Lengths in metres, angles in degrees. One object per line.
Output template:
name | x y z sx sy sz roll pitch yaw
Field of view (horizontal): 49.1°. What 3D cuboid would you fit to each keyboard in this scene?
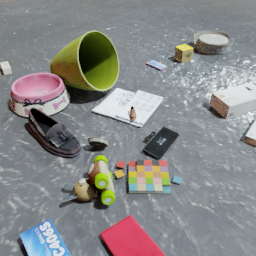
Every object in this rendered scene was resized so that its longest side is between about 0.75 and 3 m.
keyboard | 1.186 0.514 10.820 1.024 0.219 1.705 27 44 21

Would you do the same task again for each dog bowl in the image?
dog bowl | -4.071 -1.601 12.865 2.723 1.004 2.723 -1 38 0
dog bowl | 5.459 -5.487 18.036 2.545 0.746 2.545 0 38 0

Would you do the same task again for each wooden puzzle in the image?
wooden puzzle | 0.672 1.604 9.376 2.277 0.160 1.350 1 40 -1

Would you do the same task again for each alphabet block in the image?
alphabet block | 3.298 -4.406 16.601 0.791 0.806 0.787 -21 42 -24

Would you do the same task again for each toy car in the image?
toy car | -1.272 1.737 8.592 1.549 1.222 1.272 -17 26 0

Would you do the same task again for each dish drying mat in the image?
dish drying mat | 0.491 3.464 7.014 1.098 0.260 2.859 -24 43 -28

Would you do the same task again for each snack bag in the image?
snack bag | 0.011 -1.087 12.796 2.563 0.274 2.417 18 42 22

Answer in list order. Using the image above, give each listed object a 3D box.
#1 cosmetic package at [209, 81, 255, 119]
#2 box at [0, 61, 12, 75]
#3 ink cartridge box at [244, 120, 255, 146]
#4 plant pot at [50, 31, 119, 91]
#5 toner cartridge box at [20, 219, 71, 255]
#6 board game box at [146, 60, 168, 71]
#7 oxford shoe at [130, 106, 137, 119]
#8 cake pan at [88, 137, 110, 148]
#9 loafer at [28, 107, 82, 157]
cosmetic package | 5.331 -1.371 12.770 2.998 0.759 1.237 -16 40 -20
box | -6.794 -3.336 15.593 0.445 0.365 0.938 -17 41 -21
ink cartridge box | 5.738 0.294 10.955 1.818 0.394 1.785 23 43 28
plant pot | -2.368 -3.003 13.598 2.868 2.684 2.684 -1 31 39
toner cartridge box | -1.996 3.266 7.128 0.880 0.400 1.852 -24 44 -28
board game box | 1.647 -3.622 16.166 0.598 0.113 1.163 -29 46 -33
oxford shoe | 0.203 -0.643 11.840 0.280 0.287 0.786 -10 34 -5
cake pan | -1.100 0.544 10.379 0.822 0.822 0.151 5 68 6
loafer | -2.949 0.123 10.721 2.912 0.917 1.046 29 46 32
